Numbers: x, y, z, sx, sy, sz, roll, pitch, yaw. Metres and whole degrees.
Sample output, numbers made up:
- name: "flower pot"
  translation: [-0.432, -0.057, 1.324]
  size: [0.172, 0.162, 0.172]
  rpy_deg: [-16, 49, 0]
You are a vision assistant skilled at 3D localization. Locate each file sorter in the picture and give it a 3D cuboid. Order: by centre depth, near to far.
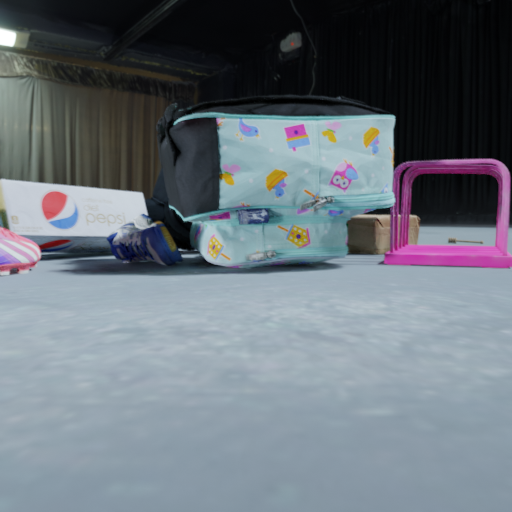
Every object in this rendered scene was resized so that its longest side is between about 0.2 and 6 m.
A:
- name: "file sorter"
  translation: [3.538, -0.797, 10.230]
  size: [1.959, 1.768, 2.819]
  rpy_deg: [2, 5, 20]

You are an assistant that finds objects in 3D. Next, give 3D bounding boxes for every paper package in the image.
- name: "paper package"
  translation: [2.500, -0.496, 12.458]
  size: [1.554, 0.844, 1.631]
  rpy_deg: [-3, 6, -41]

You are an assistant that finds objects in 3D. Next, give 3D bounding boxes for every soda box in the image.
- name: "soda box"
  translation: [-3.580, -0.683, 10.832]
  size: [0.996, 1.066, 3.129]
  rpy_deg: [-24, -14, 37]

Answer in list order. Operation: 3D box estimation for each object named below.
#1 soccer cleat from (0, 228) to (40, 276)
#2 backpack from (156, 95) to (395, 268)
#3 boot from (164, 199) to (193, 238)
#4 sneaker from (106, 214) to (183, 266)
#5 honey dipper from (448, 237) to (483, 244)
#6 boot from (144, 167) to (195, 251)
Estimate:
- name: "soccer cleat"
  translation: [-3.709, -0.182, 7.515]
  size: [0.821, 0.942, 2.463]
  rpy_deg: [1, 5, 13]
- name: "backpack"
  translation: [0.422, -1.245, 9.140]
  size: [3.626, 2.780, 3.188]
  rpy_deg: [-12, 8, -13]
- name: "boot"
  translation: [0.010, -1.274, 11.665]
  size: [3.111, 1.188, 2.614]
  rpy_deg: [12, -36, -35]
- name: "sneaker"
  translation: [-1.919, -0.117, 9.432]
  size: [0.909, 0.776, 2.062]
  rpy_deg: [-30, 21, -18]
- name: "honey dipper"
  translation: [6.014, -0.413, 16.076]
  size: [0.958, 0.182, 0.182]
  rpy_deg: [6, 6, 26]
- name: "boot"
  translation: [-2.308, -1.395, 13.158]
  size: [2.706, 2.273, 1.033]
  rpy_deg: [8, -22, 15]
